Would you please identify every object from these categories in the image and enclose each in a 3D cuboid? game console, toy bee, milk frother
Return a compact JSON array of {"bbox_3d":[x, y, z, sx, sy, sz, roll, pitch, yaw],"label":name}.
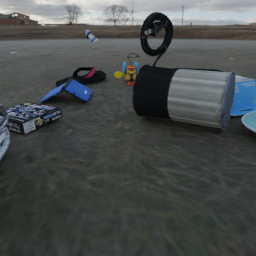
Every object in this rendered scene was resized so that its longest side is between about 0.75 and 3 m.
[{"bbox_3d":[-2.205,-1.162,10.198,1.385,0.960,1.623,29,18,-12],"label":"game console"},{"bbox_3d":[0.039,-2.410,12.517,1.360,1.129,2.077,-3,-5,16],"label":"toy bee"},{"bbox_3d":[1.516,-1.508,7.345,2.416,2.568,2.318,10,54,26],"label":"milk frother"}]

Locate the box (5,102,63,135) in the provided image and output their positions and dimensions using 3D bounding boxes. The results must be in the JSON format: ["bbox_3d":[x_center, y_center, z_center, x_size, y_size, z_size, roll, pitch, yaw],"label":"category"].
[{"bbox_3d":[-2.828,-0.328,7.752,1.436,0.357,1.425,11,23,28],"label":"box"}]

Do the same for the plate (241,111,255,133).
[{"bbox_3d":[4.047,0.055,6.827,2.435,0.311,2.435,0,20,0],"label":"plate"}]

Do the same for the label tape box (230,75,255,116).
[{"bbox_3d":[3.177,-1.236,9.384,1.930,0.891,2.694,-11,22,-26],"label":"label tape box"}]

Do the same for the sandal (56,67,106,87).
[{"bbox_3d":[-1.988,-2.368,12.601,1.109,0.666,2.954,13,25,30],"label":"sandal"}]

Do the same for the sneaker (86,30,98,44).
[{"bbox_3d":[-1.592,-3.882,11.841,0.305,0.555,0.758,-40,28,0],"label":"sneaker"}]

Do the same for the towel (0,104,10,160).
[{"bbox_3d":[-3.422,0.167,4.943,2.136,1.104,2.579,-4,11,-12],"label":"towel"}]
